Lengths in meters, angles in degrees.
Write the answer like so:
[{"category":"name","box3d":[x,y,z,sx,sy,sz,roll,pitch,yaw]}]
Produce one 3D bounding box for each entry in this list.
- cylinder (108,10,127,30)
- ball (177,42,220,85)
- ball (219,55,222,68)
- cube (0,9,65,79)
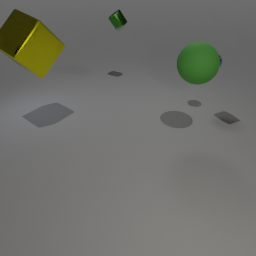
[{"category":"cylinder","box3d":[-0.499,-5.354,13.871,0.700,0.700,0.700,-30,27,18]},{"category":"ball","box3d":[2.343,-2.158,9.368,1.400,1.400,1.400,0,31,0]},{"category":"ball","box3d":[3.404,-2.654,11.222,0.700,0.700,0.700,0,31,0]},{"category":"cube","box3d":[-3.257,-2.742,9.217,1.400,1.400,1.400,32,87,29]}]
